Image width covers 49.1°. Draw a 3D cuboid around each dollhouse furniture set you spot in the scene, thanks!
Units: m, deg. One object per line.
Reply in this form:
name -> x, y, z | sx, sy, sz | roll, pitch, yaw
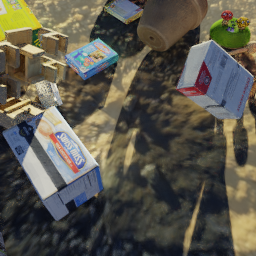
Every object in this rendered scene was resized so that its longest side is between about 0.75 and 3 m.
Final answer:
dollhouse furniture set -> -2.673, -1.189, 6.474 | 1.510, 2.274, 1.993 | 24, 34, 16

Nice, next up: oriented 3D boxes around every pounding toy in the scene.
pounding toy -> 3.362, -3.105, 8.804 | 1.317, 0.792, 1.706 | -5, 56, -3

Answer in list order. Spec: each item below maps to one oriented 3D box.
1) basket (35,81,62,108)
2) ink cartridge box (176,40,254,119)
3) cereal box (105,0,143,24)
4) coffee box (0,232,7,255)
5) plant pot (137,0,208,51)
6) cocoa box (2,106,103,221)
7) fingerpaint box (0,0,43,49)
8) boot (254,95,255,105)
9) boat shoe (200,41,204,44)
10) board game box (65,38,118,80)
basket -> -2.163, -1.007, 7.536 | 0.521, 0.572, 0.844 | -20, 58, -11
ink cartridge box -> 2.126, -1.087, 6.745 | 1.668, 0.699, 1.204 | 28, 78, -27
cereal box -> -0.140, -4.143, 9.839 | 0.831, 0.228, 1.154 | -38, 64, -22
coffee box -> -2.630, 2.769, 4.924 | 0.972, 0.687, 1.720 | -23, 59, -15
plant pot -> 1.140, -3.342, 8.498 | 1.956, 1.956, 1.706 | 30, 78, 19
cocoa box -> -1.542, 0.719, 5.961 | 1.221, 1.241, 1.861 | -31, 62, -19
fingerpaint box -> -3.825, -3.132, 8.814 | 1.813, 0.797, 2.173 | -27, 60, -18
boot -> 4.029, -1.467, 7.589 | 0.714, 1.020, 1.902 | 19, 57, 14
boat shoe -> 2.299, -1.806, 8.015 | 0.666, 0.677, 1.818 | 10, 58, 6
board game box -> -1.084, -2.092, 8.425 | 1.286, 0.289, 0.978 | -35, 63, -21
